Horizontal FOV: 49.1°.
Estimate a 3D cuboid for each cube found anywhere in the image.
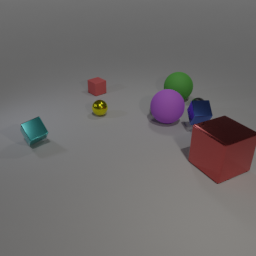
[{"bbox_3d":[2.738,-0.587,10.731,0.700,0.700,0.700,-2,64,-5],"label":"cube"},{"bbox_3d":[-1.602,-2.154,14.509,0.700,0.700,0.700,-24,39,-35],"label":"cube"},{"bbox_3d":[2.937,0.623,8.790,1.400,1.400,1.400,-15,32,-25],"label":"cube"},{"bbox_3d":[-3.374,0.120,10.064,0.700,0.700,0.700,-29,-5,-28],"label":"cube"}]

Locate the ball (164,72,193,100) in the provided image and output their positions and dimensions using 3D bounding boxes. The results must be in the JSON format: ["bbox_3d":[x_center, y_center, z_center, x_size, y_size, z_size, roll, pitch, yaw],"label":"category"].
[{"bbox_3d":[2.439,-2.010,13.572,1.400,1.400,1.400,0,29,0],"label":"ball"}]

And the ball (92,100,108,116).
[{"bbox_3d":[-1.229,-0.886,12.245,0.700,0.700,0.700,0,29,0],"label":"ball"}]

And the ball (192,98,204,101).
[{"bbox_3d":[3.114,-1.003,12.444,0.700,0.700,0.700,0,29,0],"label":"ball"}]

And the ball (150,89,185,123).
[{"bbox_3d":[1.614,-0.885,11.477,1.400,1.400,1.400,0,29,0],"label":"ball"}]
